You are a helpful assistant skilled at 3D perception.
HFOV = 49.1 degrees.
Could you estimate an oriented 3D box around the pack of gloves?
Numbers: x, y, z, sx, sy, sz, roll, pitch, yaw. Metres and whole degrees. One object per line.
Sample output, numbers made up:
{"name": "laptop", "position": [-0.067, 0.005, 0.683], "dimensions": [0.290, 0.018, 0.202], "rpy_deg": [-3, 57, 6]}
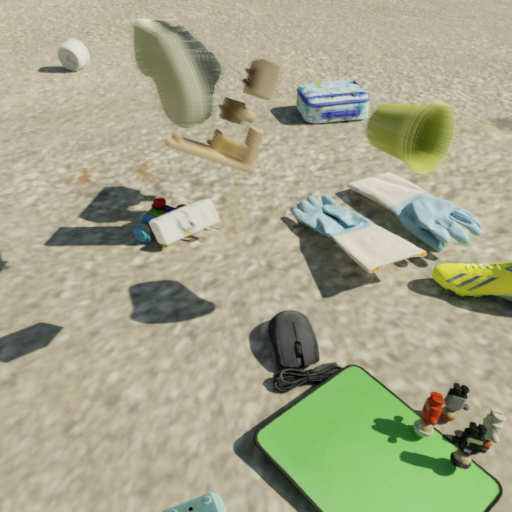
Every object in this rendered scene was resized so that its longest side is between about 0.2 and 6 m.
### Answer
{"name": "pack of gloves", "position": [2.736, -0.638, 12.238], "dimensions": [3.092, 0.726, 3.680], "rpy_deg": [-18, 31, -18]}

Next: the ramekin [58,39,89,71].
{"name": "ramekin", "position": [-7.025, -7.641, 21.420], "dimensions": [1.140, 1.140, 0.598], "rpy_deg": [12, 46, 16]}

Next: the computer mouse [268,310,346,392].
{"name": "computer mouse", "position": [0.696, 1.418, 9.288], "dimensions": [1.191, 0.453, 1.720], "rpy_deg": [-8, 36, -10]}

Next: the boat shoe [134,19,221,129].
{"name": "boat shoe", "position": [-1.132, -3.026, 9.076], "dimensions": [1.053, 1.186, 3.175], "rpy_deg": [-8, 35, -24]}

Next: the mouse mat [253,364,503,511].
{"name": "mouse mat", "position": [1.603, 2.780, 7.552], "dimensions": [2.223, 0.104, 2.763], "rpy_deg": [-26, 49, -32]}

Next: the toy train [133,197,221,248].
{"name": "toy train", "position": [-1.715, -0.547, 11.902], "dimensions": [1.705, 0.722, 0.987], "rpy_deg": [19, 50, 25]}

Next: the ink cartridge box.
{"name": "ink cartridge box", "position": [-1.049, -0.495, 8.106], "dimensions": [0.866, 0.364, 0.627], "rpy_deg": [-25, 12, -16]}

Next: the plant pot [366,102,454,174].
{"name": "plant pot", "position": [2.260, -1.878, 8.503], "dimensions": [1.061, 1.061, 0.976], "rpy_deg": [-25, 36, -30]}

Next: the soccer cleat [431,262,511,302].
{"name": "soccer cleat", "position": [4.404, 0.384, 10.330], "dimensions": [2.204, 0.922, 0.712], "rpy_deg": [14, 38, 19]}

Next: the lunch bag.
{"name": "lunch bag", "position": [2.432, -4.881, 17.766], "dimensions": [2.143, 0.884, 1.723], "rpy_deg": [-7, 39, -8]}

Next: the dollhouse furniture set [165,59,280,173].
{"name": "dollhouse furniture set", "position": [-0.742, -3.108, 11.417], "dimensions": [1.732, 2.125, 2.021], "rpy_deg": [15, 15, -14]}

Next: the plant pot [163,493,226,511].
{"name": "plant pot", "position": [-0.659, 3.247, 6.291], "dimensions": [0.956, 0.977, 0.959], "rpy_deg": [-15, 38, -19]}

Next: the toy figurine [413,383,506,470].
{"name": "toy figurine", "position": [2.810, 2.339, 7.747], "dimensions": [0.987, 0.697, 1.002], "rpy_deg": [-7, 31, -43]}
